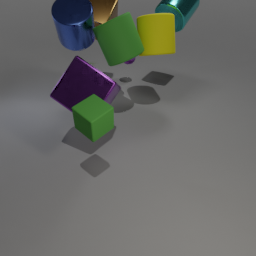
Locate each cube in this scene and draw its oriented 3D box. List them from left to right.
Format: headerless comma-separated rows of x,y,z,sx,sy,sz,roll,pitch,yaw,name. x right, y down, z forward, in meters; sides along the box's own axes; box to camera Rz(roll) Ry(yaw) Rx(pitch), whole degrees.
-1.210,-1.102,8.455,1.400,1.400,1.400,35,5,2,cube
-0.817,-0.240,6.664,0.700,0.700,0.700,36,56,27,cube
-1.324,-4.795,12.041,1.400,1.400,1.400,21,76,2,cube

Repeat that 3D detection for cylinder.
-1.904,-3.746,10.025,1.400,1.400,1.400,1,69,-2,cylinder
-0.317,-3.086,9.782,1.400,1.400,1.400,-22,21,9,cylinder
1.060,-3.467,10.538,1.400,1.400,1.400,-4,14,1,cylinder
2.043,-4.988,11.643,1.400,1.400,1.400,22,67,31,cylinder

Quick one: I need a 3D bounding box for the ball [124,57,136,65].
0.027,-3.474,13.745,0.700,0.700,0.700,0,32,0,ball
